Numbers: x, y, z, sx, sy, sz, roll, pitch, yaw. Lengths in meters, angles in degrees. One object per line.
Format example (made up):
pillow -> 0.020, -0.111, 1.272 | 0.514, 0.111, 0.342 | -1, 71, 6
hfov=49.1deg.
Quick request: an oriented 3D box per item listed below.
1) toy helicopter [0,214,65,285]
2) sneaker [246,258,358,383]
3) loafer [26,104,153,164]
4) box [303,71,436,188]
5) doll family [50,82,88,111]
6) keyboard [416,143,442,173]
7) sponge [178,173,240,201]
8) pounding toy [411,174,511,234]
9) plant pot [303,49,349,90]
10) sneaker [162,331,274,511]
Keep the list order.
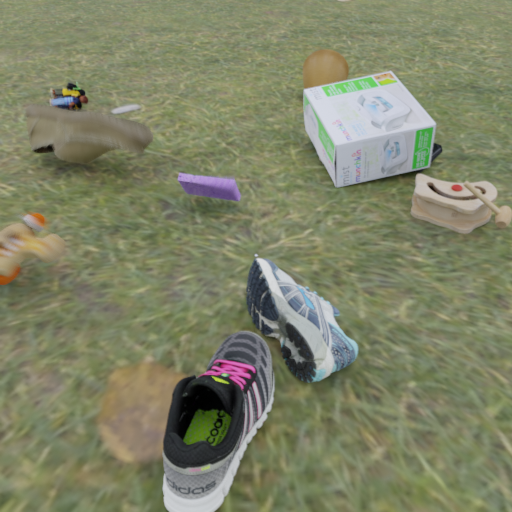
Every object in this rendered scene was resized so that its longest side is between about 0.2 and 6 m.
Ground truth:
toy helicopter -> -3.603, -0.205, 8.873 | 1.885, 0.743, 1.246 | 3, 53, 38
sneaker -> 0.626, 0.889, 8.357 | 1.004, 0.903, 2.326 | -7, 43, -29
loafer -> -3.681, -2.563, 12.281 | 3.335, 1.125, 1.268 | 15, 11, 28
box -> 2.418, -2.853, 12.527 | 2.182, 1.195, 2.472 | -12, 45, -4
doll family -> -5.069, -4.271, 15.246 | 0.970, 0.659, 1.679 | -5, 42, -14
keyboard -> 2.999, -2.522, 13.116 | 1.387, 0.296, 2.309 | -38, 49, -26
sponge -> -0.918, -1.354, 11.094 | 1.163, 0.649, 0.174 | 9, 72, 15
pounding toy -> 3.977, -1.215, 10.721 | 1.981, 1.136, 1.133 | 23, 47, 27
plant pot -> 1.838, -4.741, 15.437 | 1.304, 1.304, 1.400 | 7, 50, 9
sneaker -> -0.402, 1.725, 6.815 | 0.975, 1.156, 2.643 | 11, 39, 15
